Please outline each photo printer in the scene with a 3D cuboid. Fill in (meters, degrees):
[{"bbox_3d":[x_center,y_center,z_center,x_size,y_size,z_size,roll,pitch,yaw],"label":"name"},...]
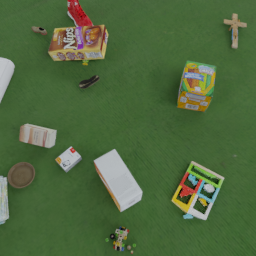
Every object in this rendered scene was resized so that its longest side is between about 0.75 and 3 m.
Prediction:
[{"bbox_3d":[-6.235,-1.872,11.845,2.107,0.879,2.532,8,63,3],"label":"photo printer"}]

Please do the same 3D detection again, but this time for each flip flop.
[{"bbox_3d":[-1.679,-1.985,12.220,0.966,0.278,0.392,-31,79,-9],"label":"flip flop"}]

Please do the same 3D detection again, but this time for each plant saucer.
[{"bbox_3d":[-3.938,1.750,10.385,0.997,0.147,0.997,0,63,-1],"label":"plant saucer"}]

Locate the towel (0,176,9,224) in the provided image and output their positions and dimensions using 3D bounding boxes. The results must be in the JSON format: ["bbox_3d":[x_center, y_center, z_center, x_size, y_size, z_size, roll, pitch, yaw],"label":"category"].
[{"bbox_3d":[-5.181,2.651,9.754,1.956,0.471,1.674,-12,60,-6],"label":"towel"}]

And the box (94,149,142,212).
[{"bbox_3d":[-0.354,1.839,9.782,0.877,1.119,1.800,-28,66,-14],"label":"box"}]

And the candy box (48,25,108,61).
[{"bbox_3d":[-2.239,-3.842,12.714,2.466,0.696,1.439,0,65,14],"label":"candy box"}]

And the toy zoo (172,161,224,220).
[{"bbox_3d":[2.456,2.331,10.043,1.323,0.206,2.016,28,66,14],"label":"toy zoo"}]

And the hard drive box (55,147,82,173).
[{"bbox_3d":[-2.242,1.183,10.591,0.606,0.299,0.778,41,69,18],"label":"hard drive box"}]

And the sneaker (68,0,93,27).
[{"bbox_3d":[-2.424,-5.632,13.685,0.738,1.088,1.884,-40,69,-18],"label":"sneaker"}]

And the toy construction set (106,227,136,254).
[{"bbox_3d":[-0.152,3.647,9.072,0.944,0.725,0.787,40,69,18],"label":"toy construction set"}]

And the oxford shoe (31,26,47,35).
[{"bbox_3d":[-4.369,-4.852,13.716,0.852,0.319,0.300,19,64,10],"label":"oxford shoe"}]

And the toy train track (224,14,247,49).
[{"bbox_3d":[5.165,-4.683,13.667,1.151,0.327,2.007,10,68,-3],"label":"toy train track"}]

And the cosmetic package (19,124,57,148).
[{"bbox_3d":[-3.459,0.298,10.770,1.242,0.542,0.642,11,103,6],"label":"cosmetic package"}]

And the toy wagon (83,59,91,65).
[{"bbox_3d":[-1.904,-3.452,13.038,0.911,0.232,1.174,5,63,3],"label":"toy wagon"}]

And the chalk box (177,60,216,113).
[{"bbox_3d":[2.850,-1.900,11.652,1.268,1.259,2.032,11,63,5],"label":"chalk box"}]
